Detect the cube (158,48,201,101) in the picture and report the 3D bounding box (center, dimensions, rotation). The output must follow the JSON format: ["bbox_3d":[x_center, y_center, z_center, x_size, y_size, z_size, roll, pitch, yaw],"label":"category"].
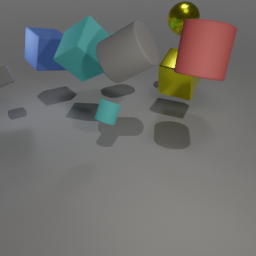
[{"bbox_3d":[2.136,-2.201,11.390,1.400,1.400,1.400,17,51,20],"label":"cube"}]

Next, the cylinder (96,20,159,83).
[{"bbox_3d":[0.001,-2.255,8.426,1.400,1.400,1.400,-21,20,28],"label":"cylinder"}]

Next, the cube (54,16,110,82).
[{"bbox_3d":[-1.488,-2.733,9.874,1.400,1.400,1.400,-12,54,41],"label":"cube"}]

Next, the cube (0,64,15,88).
[{"bbox_3d":[-4.866,-1.976,10.769,0.700,0.700,0.700,-26,14,-12],"label":"cube"}]

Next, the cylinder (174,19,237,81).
[{"bbox_3d":[2.068,-2.094,7.609,1.400,1.400,1.400,9,14,-2],"label":"cylinder"}]

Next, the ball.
[{"bbox_3d":[2.427,-4.748,12.201,1.400,1.400,1.400,0,30,0],"label":"ball"}]

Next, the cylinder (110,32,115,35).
[{"bbox_3d":[-0.345,-3.425,12.875,1.400,1.400,1.400,19,-5,29],"label":"cylinder"}]

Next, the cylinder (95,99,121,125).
[{"bbox_3d":[-0.680,-0.528,9.373,0.700,0.700,0.700,18,5,-2],"label":"cylinder"}]

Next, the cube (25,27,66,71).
[{"bbox_3d":[-3.452,-3.360,11.956,1.400,1.400,1.400,-11,38,-38],"label":"cube"}]
